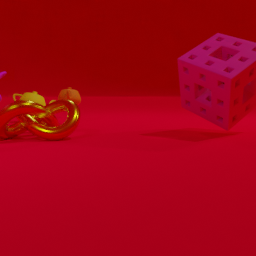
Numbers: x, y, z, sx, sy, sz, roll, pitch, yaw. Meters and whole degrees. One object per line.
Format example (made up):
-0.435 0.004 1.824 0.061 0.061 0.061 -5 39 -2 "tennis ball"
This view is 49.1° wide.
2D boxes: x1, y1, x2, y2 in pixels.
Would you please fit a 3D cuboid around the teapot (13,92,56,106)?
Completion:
-3.053 -0.849 9.131 1.367 0.669 0.850 12 -12 -12 "teapot"

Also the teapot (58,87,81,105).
-1.687 -0.906 8.091 0.654 0.515 1.051 0 -7 -7 "teapot"

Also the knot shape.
-1.921 -0.207 5.907 1.681 0.777 1.573 -3 8 -22 "knot shape"

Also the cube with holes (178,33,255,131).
2.115 -1.068 6.261 1.351 1.351 1.351 -35 46 -21 "cube with holes"

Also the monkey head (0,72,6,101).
-2.720 -0.719 5.058 1.212 0.731 0.872 -20 1 -34 "monkey head"
